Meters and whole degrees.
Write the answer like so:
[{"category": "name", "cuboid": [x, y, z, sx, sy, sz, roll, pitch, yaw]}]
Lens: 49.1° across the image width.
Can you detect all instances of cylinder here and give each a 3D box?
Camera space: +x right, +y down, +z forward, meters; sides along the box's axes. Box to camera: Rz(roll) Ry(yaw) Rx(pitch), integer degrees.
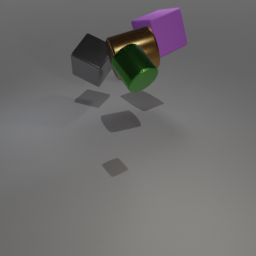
[{"category": "cylinder", "cuboid": [0.132, -1.197, 5.618, 0.700, 0.700, 0.700, -21, 66, -30]}, {"category": "cylinder", "cuboid": [0.145, -2.419, 9.113, 1.400, 1.400, 1.400, -19, 34, -7]}]

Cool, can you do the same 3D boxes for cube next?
[{"category": "cube", "cuboid": [1.201, -3.660, 10.789, 1.400, 1.400, 1.400, -29, 29, -19]}, {"category": "cube", "cuboid": [-1.515, -2.943, 12.246, 1.400, 1.400, 1.400, 27, 65, 5]}]
